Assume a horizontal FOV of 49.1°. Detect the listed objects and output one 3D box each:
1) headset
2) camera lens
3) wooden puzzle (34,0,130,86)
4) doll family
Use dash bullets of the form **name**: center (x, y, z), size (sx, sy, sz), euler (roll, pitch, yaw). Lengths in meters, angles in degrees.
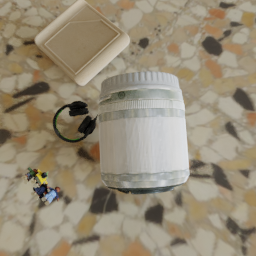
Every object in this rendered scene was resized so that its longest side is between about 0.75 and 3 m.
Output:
- **headset**: center (-1.211, -0.275, 7.537), size (1.645, 0.773, 1.016), euler (-30, 95, -11)
- **camera lens**: center (0.318, 0.162, 6.256), size (1.939, 1.939, 2.424), euler (-3, 85, -2)
- **wooden puzzle**: center (-1.441, -2.693, 8.756), size (2.151, 0.433, 2.325), euler (-44, 74, -6)
- **doll family**: center (-1.502, 1.009, 4.961), size (0.307, 0.452, 0.782), euler (-23, 98, 17)
